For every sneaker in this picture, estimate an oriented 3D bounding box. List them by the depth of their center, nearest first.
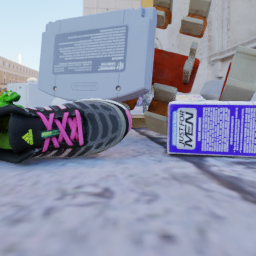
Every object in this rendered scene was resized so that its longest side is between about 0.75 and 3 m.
[{"bbox_3d":[-1.053,0.065,3.588,2.190,0.808,0.958,-3,6,5],"label":"sneaker"}]

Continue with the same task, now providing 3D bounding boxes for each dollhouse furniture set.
[{"bbox_3d":[1.267,-1.210,6.236,2.921,2.952,1.521,18,-16,13],"label":"dollhouse furniture set"}]

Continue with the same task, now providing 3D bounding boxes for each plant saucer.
[{"bbox_3d":[0.389,-0.222,8.730,1.898,0.336,1.898,0,6,0],"label":"plant saucer"}]

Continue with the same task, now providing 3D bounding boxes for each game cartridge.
[{"bbox_3d":[-0.660,-1.279,5.278,2.466,1.644,0.499,5,-4,29],"label":"game cartridge"}]

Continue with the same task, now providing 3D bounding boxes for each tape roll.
[{"bbox_3d":[3.998,-1.168,11.768,2.037,0.673,2.037,27,-12,6],"label":"tape roll"}]

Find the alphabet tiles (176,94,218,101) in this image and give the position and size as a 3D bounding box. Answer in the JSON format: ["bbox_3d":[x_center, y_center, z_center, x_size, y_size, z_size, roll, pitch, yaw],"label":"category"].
[{"bbox_3d":[2.567,-0.748,10.368,2.405,0.179,2.458,-2,27,-10],"label":"alphabet tiles"}]

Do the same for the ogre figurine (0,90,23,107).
[{"bbox_3d":[-2.318,-0.194,5.814,1.191,0.974,1.986,19,25,13],"label":"ogre figurine"}]

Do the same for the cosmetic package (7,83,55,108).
[{"bbox_3d":[-5.511,-1.654,16.024,2.135,1.787,1.776,4,7,36],"label":"cosmetic package"}]

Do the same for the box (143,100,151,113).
[{"bbox_3d":[1.941,-0.835,12.279,2.346,0.637,2.929,-1,10,-4],"label":"box"}]

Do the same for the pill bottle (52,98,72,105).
[{"bbox_3d":[-1.453,-0.603,9.034,1.859,1.041,1.041,-5,7,-41],"label":"pill bottle"}]

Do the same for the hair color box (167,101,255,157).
[{"bbox_3d":[1.921,-0.028,4.354,2.522,0.817,1.379,3,7,12],"label":"hair color box"}]
